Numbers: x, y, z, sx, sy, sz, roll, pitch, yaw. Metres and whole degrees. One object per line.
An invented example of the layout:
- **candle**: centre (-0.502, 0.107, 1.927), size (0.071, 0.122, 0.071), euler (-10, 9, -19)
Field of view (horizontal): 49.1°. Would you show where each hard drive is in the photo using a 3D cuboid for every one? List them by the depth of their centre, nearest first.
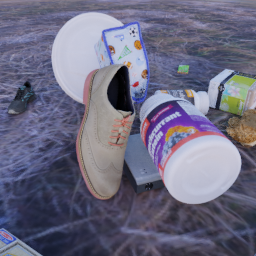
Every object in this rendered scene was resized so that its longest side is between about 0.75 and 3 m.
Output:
- **hard drive**: centre (1.167, 0.659, 7.261), size (2.699, 0.444, 1.883), euler (-10, 32, -17)

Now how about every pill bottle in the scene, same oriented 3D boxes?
- **pill bottle**: centre (1.099, 0.224, 6.083), size (1.459, 1.459, 2.618), euler (-7, 30, -11)
- **pill bottle**: centre (1.725, -0.785, 9.217), size (1.664, 0.968, 0.968), euler (-3, 31, -7)

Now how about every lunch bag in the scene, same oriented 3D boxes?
- **lunch bag**: centre (-0.150, -1.603, 7.606), size (1.208, 1.951, 1.659), euler (-19, 10, -10)

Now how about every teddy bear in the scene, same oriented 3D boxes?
- **teddy bear**: centre (3.717, 0.009, 8.274), size (1.596, 0.735, 2.201), euler (16, 25, 14)

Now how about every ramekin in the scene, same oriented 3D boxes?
- **ramekin**: centre (-1.169, -2.170, 9.510), size (3.005, 3.005, 1.399), euler (-15, 6, -24)

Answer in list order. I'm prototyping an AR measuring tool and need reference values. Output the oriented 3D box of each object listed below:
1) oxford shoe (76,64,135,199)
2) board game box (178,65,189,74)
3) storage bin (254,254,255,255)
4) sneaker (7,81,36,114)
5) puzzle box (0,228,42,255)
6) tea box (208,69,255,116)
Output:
- **oxford shoe**: centre (-0.413, 0.043, 5.993), size (1.043, 2.961, 1.107), euler (2, -7, -38)
- **board game box**: centre (2.670, -2.822, 13.497), size (0.474, 0.149, 0.991), euler (6, 29, 12)
- **storage bin**: centre (2.507, 2.512, 2.887), size (1.865, 2.021, 2.777), euler (19, 34, 11)
- **sneaker**: centre (-3.862, -1.090, 10.032), size (0.647, 0.680, 1.716), euler (3, 32, 2)
- **puzzle box**: centre (-1.842, 2.327, 4.212), size (2.035, 0.259, 1.354), euler (18, 15, 27)
- **tea box**: centre (3.853, -1.292, 10.002), size (1.509, 1.025, 1.533), euler (21, 36, 31)
